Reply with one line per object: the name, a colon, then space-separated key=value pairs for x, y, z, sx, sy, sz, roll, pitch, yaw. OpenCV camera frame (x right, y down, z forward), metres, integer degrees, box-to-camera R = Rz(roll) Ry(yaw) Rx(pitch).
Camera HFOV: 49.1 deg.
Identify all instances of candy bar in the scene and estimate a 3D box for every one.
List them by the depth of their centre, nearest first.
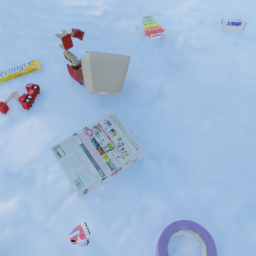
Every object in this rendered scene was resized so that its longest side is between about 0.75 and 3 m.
candy bar: x=-3.922 y=-1.794 z=9.277 sx=2.100 sy=0.233 sz=0.524 roll=-23 pitch=61 yaw=-14

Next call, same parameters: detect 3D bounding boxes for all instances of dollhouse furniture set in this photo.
dollhouse furniture set: x=-1.469 y=-2.289 z=8.720 sx=0.927 sy=1.723 sz=0.701 roll=-40 pitch=62 yaw=-20

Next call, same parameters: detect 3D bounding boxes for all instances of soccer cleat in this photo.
soccer cleat: x=-1.052 y=2.316 z=5.940 sx=0.405 sy=1.108 sz=0.378 roll=-20 pitch=64 yaw=-23

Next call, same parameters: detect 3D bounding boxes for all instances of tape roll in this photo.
tape roll: x=1.280 y=2.773 z=6.271 sx=1.288 sy=0.547 sz=1.288 roll=0 pitch=59 yaw=1

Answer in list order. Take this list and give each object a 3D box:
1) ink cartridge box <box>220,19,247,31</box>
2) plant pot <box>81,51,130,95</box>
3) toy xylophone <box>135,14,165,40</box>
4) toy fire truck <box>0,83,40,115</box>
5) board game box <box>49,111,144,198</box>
ink cartridge box: x=3.910 y=-3.827 z=10.407 sx=0.876 sy=0.435 sz=0.172 roll=4 pitch=57 yaw=1
plant pot: x=-0.711 y=-1.582 z=8.435 sx=1.227 sy=1.226 sz=1.086 roll=1 pitch=91 yaw=-21
toy xylophone: x=0.775 y=-3.695 z=10.400 sx=0.887 sy=0.305 sz=1.212 roll=-20 pitch=60 yaw=-11
toy fire truck: x=-3.359 y=-0.924 z=8.697 sx=0.855 sy=0.295 sz=1.212 roll=13 pitch=59 yaw=8
board game box: x=-0.813 y=0.665 z=7.467 sx=2.006 sy=0.645 sz=1.480 roll=-31 pitch=68 yaw=-16
